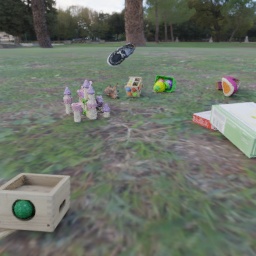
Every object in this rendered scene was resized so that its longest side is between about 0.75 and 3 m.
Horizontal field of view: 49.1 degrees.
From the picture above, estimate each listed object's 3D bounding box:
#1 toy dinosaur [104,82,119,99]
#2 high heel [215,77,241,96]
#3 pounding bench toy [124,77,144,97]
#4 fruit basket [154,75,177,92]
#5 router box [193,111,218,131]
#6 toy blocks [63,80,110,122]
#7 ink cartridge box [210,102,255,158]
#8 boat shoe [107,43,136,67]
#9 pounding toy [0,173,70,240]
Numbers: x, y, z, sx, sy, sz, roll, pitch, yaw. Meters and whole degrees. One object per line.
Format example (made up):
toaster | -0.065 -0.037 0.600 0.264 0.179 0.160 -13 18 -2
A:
toy dinosaur | -0.809 -1.622 12.501 1.118 0.480 0.758 5 38 47
high heel | 4.914 -1.974 12.873 1.230 0.864 2.564 -9 6 6
pounding bench toy | 0.311 -1.681 12.512 0.595 0.958 0.747 7 52 23
fruit basket | 1.652 -2.084 13.404 1.153 0.832 1.153 12 6 -1
router box | 2.827 -0.273 8.907 1.121 0.274 1.006 -10 22 -25
toy blocks | -1.367 -1.073 9.680 1.507 1.269 1.409 -10 21 -25
ink cartridge box | 3.885 -0.076 7.535 2.687 0.644 1.955 -6 28 -13
boat shoe | -0.187 -2.477 9.394 1.286 0.475 0.388 -40 4 -37
pounding toy | -1.513 1.231 4.227 1.006 0.777 1.093 2 9 5
